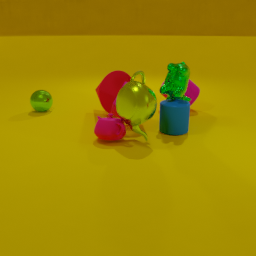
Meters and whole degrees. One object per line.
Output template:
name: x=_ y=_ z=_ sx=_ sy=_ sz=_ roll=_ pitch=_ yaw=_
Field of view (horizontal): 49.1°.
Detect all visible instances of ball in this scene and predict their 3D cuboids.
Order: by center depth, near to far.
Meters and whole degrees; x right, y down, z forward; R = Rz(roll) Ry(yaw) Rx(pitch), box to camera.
ball: x=-3.257 y=-1.022 z=10.547 sx=0.836 sy=0.836 sz=0.836 roll=0 pitch=20 yaw=0

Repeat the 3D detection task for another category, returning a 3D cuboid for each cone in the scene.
cone: x=-0.810 y=-1.364 z=10.399 sx=1.564 sy=1.564 sz=1.570 roll=-15 pitch=19 yaw=-35

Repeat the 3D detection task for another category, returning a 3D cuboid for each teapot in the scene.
teapot: x=0.295 y=-0.596 z=7.665 sx=0.957 sy=1.954 sz=1.215 roll=-1 pitch=1 yaw=-36
teapot: x=-0.527 y=-0.053 z=7.954 sx=0.909 sy=0.716 sz=1.461 roll=-3 pitch=10 yaw=-35

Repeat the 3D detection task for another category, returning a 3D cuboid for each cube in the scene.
cube: x=0.056 y=-0.753 z=8.817 sx=0.867 sy=0.867 sz=0.867 roll=27 pitch=-19 yaw=1

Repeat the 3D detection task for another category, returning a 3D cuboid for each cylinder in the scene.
cylinder: x=1.416 y=-0.345 z=8.568 sx=0.901 sy=0.901 sz=0.901 roll=0 pitch=19 yaw=0
cylinder: x=1.949 y=-1.425 z=10.614 sx=1.104 sy=1.104 sz=1.104 roll=37 pitch=12 yaw=-17

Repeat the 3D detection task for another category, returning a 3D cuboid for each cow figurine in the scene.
cow figurine: x=1.554 y=-1.309 z=8.796 sx=0.855 sy=1.558 sz=1.533 roll=22 pitch=19 yaw=21
